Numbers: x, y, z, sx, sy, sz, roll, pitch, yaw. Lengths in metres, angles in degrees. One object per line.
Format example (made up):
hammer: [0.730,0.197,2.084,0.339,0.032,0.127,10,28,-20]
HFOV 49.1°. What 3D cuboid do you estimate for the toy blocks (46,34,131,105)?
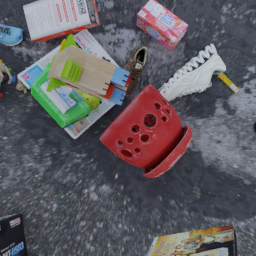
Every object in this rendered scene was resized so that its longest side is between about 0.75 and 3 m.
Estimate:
toy blocks: [-0.848,-1.207,6.921,1.875,2.743,1.371,20,90,-24]

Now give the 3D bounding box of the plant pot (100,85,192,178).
plant pot: [0.650,0.174,8.783,2.145,2.356,2.356,41,83,-3]

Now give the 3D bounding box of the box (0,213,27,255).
box: [-3.674,3.900,8.083,0.612,2.463,2.445,-11,81,2]

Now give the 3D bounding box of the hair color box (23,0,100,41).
hair color box: [-2.277,-3.830,9.543,2.420,0.741,1.228,-6,102,23]

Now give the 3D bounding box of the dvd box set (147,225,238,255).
dvd box set: [1.407,2.848,6.338,2.051,1.501,0.302,-19,95,23]

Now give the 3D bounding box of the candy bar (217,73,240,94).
candy bar: [3.644,-1.617,10.121,0.235,0.104,0.942,-43,84,-2]

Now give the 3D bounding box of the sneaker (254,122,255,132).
sneaker: [5.183,0.179,9.638,1.001,0.650,1.733,-43,94,-11]

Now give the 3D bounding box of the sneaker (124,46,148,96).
sneaker: [0.186,-2.043,9.778,0.658,0.706,1.869,21,77,-13]

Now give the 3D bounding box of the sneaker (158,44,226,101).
sneaker: [2.157,-1.614,9.697,2.919,1.097,1.183,-40,92,-5]

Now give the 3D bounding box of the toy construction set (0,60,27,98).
toy construction set: [-4.319,-1.910,9.696,1.768,1.474,1.358,-6,68,-21]

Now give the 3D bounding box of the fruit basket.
fruit basket: [-1.596,-1.592,9.408,2.999,1.406,2.778,-42,95,-16]

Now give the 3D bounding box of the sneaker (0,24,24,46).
sneaker: [-4.611,-3.425,10.058,1.707,0.768,0.669,2,81,0]

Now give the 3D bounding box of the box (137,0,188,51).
box: [1.205,-3.712,10.089,1.667,0.789,0.856,38,83,5]
